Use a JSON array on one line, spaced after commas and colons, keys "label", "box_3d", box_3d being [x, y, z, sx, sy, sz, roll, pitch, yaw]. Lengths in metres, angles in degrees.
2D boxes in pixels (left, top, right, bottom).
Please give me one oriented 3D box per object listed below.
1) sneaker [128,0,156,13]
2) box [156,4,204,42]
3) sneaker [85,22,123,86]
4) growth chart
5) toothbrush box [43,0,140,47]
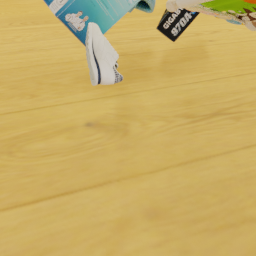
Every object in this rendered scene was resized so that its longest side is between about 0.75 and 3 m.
[{"label": "sneaker", "box_3d": [-0.097, -3.949, 8.212, 2.321, 0.951, 0.858, -1, -9, -28]}, {"label": "box", "box_3d": [2.006, -3.857, 7.221, 0.659, 2.865, 2.278, 35, 42, -12]}, {"label": "sneaker", "box_3d": [-0.384, -1.103, 4.169, 0.448, 0.425, 1.113, -7, 66, -12]}, {"label": "growth chart", "box_3d": [2.062, -1.566, 3.798, 2.713, 0.241, 1.963, 2, 9, -23]}, {"label": "toothbrush box", "box_3d": [-0.542, -3.078, 5.420, 2.434, 1.038, 1.782, -42, 58, 7]}]
